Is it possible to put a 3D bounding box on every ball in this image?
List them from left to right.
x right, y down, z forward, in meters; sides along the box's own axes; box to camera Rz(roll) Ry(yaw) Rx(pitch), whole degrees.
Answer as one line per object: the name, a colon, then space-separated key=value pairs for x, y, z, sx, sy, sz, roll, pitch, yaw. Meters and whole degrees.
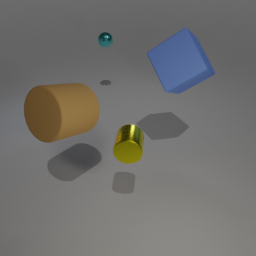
ball: x=-1.056 y=-4.114 z=13.095 sx=0.700 sy=0.700 sz=0.700 roll=0 pitch=33 yaw=0

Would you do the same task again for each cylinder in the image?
cylinder: x=-1.697 y=-0.439 z=7.297 sx=1.400 sy=1.400 sz=1.400 roll=20 pitch=20 yaw=28
cylinder: x=0.026 y=0.384 z=6.769 sx=0.700 sy=0.700 sz=0.700 roll=3 pitch=34 yaw=5

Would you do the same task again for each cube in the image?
cube: x=1.692 y=-2.025 z=8.805 sx=1.400 sy=1.400 sz=1.400 roll=-28 pitch=-9 yaw=25
